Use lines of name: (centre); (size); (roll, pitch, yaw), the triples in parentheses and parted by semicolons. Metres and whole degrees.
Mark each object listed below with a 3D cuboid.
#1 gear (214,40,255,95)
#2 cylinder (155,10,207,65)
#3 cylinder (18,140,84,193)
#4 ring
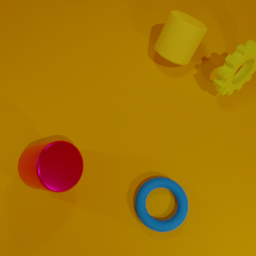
gear: (3.421, -1.815, 8.617); (1.767, 1.767, 0.327); (-34, 58, -12)
cylinder: (1.683, -2.913, 9.061); (1.265, 1.265, 1.265); (18, 35, -13)
cylinder: (-2.096, 1.026, 7.571); (1.321, 1.321, 1.321); (6, 81, -41)
ring: (0.959, 2.159, 7.974); (1.517, 0.303, 1.517); (0, 70, 0)
